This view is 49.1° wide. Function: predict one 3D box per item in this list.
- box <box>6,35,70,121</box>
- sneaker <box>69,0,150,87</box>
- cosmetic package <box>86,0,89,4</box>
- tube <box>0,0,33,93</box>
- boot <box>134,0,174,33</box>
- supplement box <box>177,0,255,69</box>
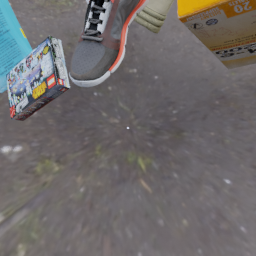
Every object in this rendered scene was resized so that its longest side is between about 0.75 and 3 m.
[{"bbox_3d":[-0.981,-0.499,2.964,0.838,0.167,0.573,-27,69,33],"label":"box"},{"bbox_3d":[-0.392,-1.681,4.166,0.836,0.889,2.170,21,81,25],"label":"sneaker"},{"bbox_3d":[-0.545,-3.397,7.259,1.055,0.361,1.399,-24,93,9],"label":"cosmetic package"},{"bbox_3d":[-2.811,-2.301,5.865,1.142,0.743,2.950,-26,84,24],"label":"tube"},{"bbox_3d":[0.181,-3.731,6.235,2.796,2.173,1.018,44,38,13],"label":"boot"},{"bbox_3d":[2.339,-2.154,5.154,1.886,2.993,1.100,-7,80,34],"label":"supplement box"}]
